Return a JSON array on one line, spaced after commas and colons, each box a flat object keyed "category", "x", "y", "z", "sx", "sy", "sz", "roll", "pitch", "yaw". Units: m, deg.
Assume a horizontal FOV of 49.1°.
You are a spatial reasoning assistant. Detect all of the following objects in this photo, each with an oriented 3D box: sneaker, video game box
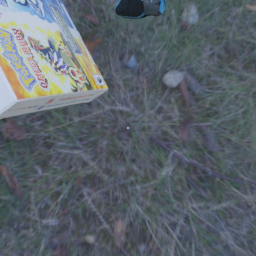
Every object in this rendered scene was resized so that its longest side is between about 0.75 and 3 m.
[{"category": "sneaker", "x": 0.044, "y": -2.731, "z": 4.300, "sx": 0.819, "sy": 0.732, "sz": 1.999, "roll": -3, "pitch": 104, "yaw": 19}, {"category": "video game box", "x": -1.688, "y": -1.643, "z": 4.467, "sx": 0.660, "sy": 2.570, "sz": 2.821, "roll": -28, "pitch": 90, "yaw": 26}]
